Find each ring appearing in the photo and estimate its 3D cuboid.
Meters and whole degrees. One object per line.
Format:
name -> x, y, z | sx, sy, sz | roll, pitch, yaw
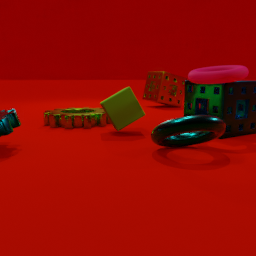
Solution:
ring -> 0.987, 0.075, 4.643 | 1.228, 0.246, 1.228 | -5, -17, -2
ring -> 1.802, -1.085, 5.646 | 1.157, 0.231, 1.157 | -6, 16, 2

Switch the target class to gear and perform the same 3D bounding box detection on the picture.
gear -> -2.569, 0.064, 4.737 | 1.429, 0.264, 1.429 | -15, 19, 5
gear -> -1.357, -0.303, 7.684 | 1.819, 0.336, 1.819 | 0, 11, 0

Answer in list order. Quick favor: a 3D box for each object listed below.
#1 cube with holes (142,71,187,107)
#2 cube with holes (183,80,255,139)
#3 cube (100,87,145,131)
cube with holes -> 1.508, -1.607, 11.631 | 1.199, 1.199, 1.199 | 10, 5, -28
cube with holes -> 2.112, -0.493, 6.393 | 1.174, 1.174, 1.174 | -6, 12, -30
cube -> -0.140, -0.429, 6.256 | 0.706, 0.706, 0.706 | -31, 8, -5
